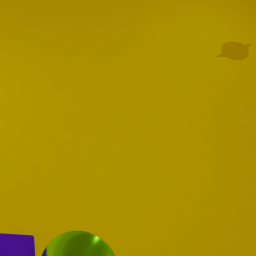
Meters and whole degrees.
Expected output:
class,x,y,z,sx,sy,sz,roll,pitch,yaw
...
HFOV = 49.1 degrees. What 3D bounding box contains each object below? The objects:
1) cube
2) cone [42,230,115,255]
class,x,y,z,sx,sy,sz,roll,pitch,yaw
cube,-2.020,2.263,4.193,0.954,0.954,0.954,19,29,-33
cone,-0.731,1.912,3.195,1.117,1.121,1.117,0,88,7
